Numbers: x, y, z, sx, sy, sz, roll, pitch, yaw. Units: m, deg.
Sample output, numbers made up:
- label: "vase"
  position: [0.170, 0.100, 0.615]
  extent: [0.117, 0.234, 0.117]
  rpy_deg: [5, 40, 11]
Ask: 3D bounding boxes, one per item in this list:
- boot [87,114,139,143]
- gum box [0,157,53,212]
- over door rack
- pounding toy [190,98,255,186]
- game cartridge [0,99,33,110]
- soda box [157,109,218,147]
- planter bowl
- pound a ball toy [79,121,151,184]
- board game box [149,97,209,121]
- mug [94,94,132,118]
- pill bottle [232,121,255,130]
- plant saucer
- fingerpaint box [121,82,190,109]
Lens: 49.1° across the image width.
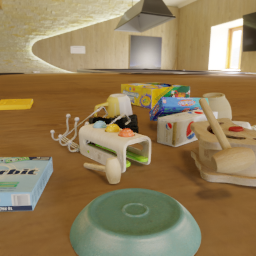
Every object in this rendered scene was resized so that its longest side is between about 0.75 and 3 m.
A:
- label: "boot"
  position: [-0.384, -0.019, 7.967]
  extent: [1.349, 0.679, 1.804]
  rpy_deg: [2, 14, 7]
- label: "gum box"
  position: [-2.120, 0.915, 4.875]
  extent: [1.306, 0.342, 1.537]
  rpy_deg: [-1, 14, -3]
- label: "over door rack"
  position: [-1.084, -0.126, 7.616]
  extent: [1.841, 0.613, 1.360]
  rpy_deg: [-30, 27, -25]
- label: "pounding toy"
  position: [2.152, 0.128, 5.468]
  extent: [1.580, 1.585, 2.762]
  rpy_deg: [-4, 14, 4]
- label: "game cartridge"
  position: [-5.427, -1.125, 13.425]
  extent: [1.558, 0.287, 1.768]
  rpy_deg: [-3, 17, -13]
- label: "soda box"
  position: [1.744, -0.049, 8.029]
  extent: [2.093, 0.713, 0.666]
  rpy_deg: [-12, 18, -42]
- label: "planter bowl"
  position: [3.160, -0.801, 10.358]
  extent: [1.323, 0.890, 1.323]
  rpy_deg: [-4, 20, 2]
- label: "pound a ball toy"
  position: [-0.431, 0.382, 6.038]
  extent: [1.280, 0.834, 1.963]
  rpy_deg: [-11, 17, -39]
- label: "board game box"
  position: [1.655, -0.603, 9.253]
  extent: [1.607, 0.361, 1.222]
  rpy_deg: [-1, -20, -15]
- label: "mug"
  position: [-0.377, -0.559, 9.345]
  extent: [1.015, 1.040, 1.267]
  rpy_deg: [10, 21, 31]
- label: "pill bottle"
  position: [2.852, 0.160, 7.273]
  extent: [1.174, 0.671, 0.671]
  rpy_deg: [4, 14, 17]
- label: "plant saucer"
  position: [0.096, 1.213, 3.757]
  extent: [1.739, 0.313, 1.739]
  rpy_deg: [0, 14, 0]
- label: "fingerpaint box"
  position: [1.318, -1.727, 14.215]
  extent: [2.331, 1.025, 2.794]
  rpy_deg: [-8, 16, -30]
